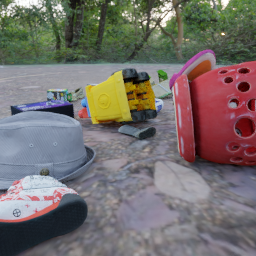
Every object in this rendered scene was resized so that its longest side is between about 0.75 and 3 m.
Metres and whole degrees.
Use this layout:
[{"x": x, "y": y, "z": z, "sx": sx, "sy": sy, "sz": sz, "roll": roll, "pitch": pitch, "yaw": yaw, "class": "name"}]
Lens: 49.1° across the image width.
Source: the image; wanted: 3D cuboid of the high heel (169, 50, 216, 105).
[{"x": 1.699, "y": -1.614, "z": 7.659, "sx": 0.816, "sy": 1.162, "sz": 2.423, "roll": 3, "pitch": -24, "yaw": -3, "class": "high heel"}]

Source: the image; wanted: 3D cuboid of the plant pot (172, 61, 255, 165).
[{"x": 2.174, "y": -0.248, "z": 6.508, "sx": 2.142, "sy": 2.353, "sz": 2.353, "roll": -7, "pitch": 15, "yaw": 9, "class": "plant pot"}]

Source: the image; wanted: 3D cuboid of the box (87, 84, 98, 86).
[{"x": -1.775, "y": -1.989, "z": 15.184, "sx": 0.957, "sy": 0.758, "sz": 0.231, "roll": 9, "pitch": 19, "yaw": 27, "class": "box"}]

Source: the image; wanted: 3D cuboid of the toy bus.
[{"x": -0.435, "y": -0.915, "z": 10.146, "sx": 2.525, "sy": 1.785, "sz": 2.631, "roll": -13, "pitch": 0, "yaw": 26, "class": "toy bus"}]

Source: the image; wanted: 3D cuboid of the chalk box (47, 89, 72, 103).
[{"x": -3.278, "y": -1.505, "z": 13.605, "sx": 1.142, "sy": 0.713, "sz": 0.708, "roll": 1, "pitch": 17, "yaw": 0, "class": "chalk box"}]

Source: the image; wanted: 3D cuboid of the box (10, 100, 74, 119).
[{"x": -3.090, "y": -0.517, "z": 10.178, "sx": 1.856, "sy": 0.732, "sz": 1.310, "roll": -14, "pitch": 18, "yaw": -39, "class": "box"}]

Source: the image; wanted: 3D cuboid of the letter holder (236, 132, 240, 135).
[{"x": 3.258, "y": -0.292, "z": 9.385, "sx": 1.030, "sy": 0.729, "sz": 1.449, "roll": -5, "pitch": 17, "yaw": -22, "class": "letter holder"}]

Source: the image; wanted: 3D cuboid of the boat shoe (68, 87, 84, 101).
[{"x": -2.903, "y": -1.782, "z": 14.808, "sx": 0.653, "sy": 0.558, "sz": 1.780, "roll": 5, "pitch": 17, "yaw": 17, "class": "boat shoe"}]

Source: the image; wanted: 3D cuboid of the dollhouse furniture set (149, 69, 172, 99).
[{"x": 1.911, "y": -2.114, "z": 16.039, "sx": 1.632, "sy": 1.250, "sz": 2.491, "roll": -25, "pitch": 40, "yaw": -12, "class": "dollhouse furniture set"}]

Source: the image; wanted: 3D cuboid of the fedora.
[{"x": -2.092, "y": 0.332, "z": 6.282, "sx": 2.716, "sy": 1.226, "sz": 2.402, "roll": -3, "pitch": 16, "yaw": -10, "class": "fedora"}]

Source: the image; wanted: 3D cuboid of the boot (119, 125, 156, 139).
[{"x": 0.295, "y": 0.090, "z": 8.871, "sx": 0.850, "sy": 0.339, "sz": 0.935, "roll": -10, "pitch": 12, "yaw": -37, "class": "boot"}]

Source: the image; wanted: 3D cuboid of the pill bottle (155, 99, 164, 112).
[{"x": 1.108, "y": -0.920, "z": 11.772, "sx": 0.591, "sy": 0.591, "sz": 0.987, "roll": 9, "pitch": 18, "yaw": 29, "class": "pill bottle"}]

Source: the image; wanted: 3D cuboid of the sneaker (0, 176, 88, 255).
[{"x": -1.754, "y": 1.259, "z": 4.052, "sx": 2.114, "sy": 0.706, "sz": 1.133, "roll": -7, "pitch": 16, "yaw": -36, "class": "sneaker"}]
